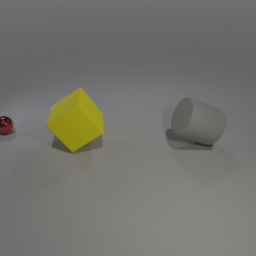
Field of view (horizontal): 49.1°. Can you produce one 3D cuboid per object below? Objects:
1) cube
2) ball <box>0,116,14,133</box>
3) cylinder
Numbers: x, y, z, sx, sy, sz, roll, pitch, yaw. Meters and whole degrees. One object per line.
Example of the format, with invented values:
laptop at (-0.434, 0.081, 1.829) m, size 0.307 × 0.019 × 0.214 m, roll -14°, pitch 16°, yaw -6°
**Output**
cube at (-1.845, -0.302, 10.029) m, size 1.400 × 1.400 × 1.400 m, roll -31°, pitch 30°, yaw 13°
ball at (-4.944, -0.131, 11.189) m, size 0.700 × 0.700 × 0.700 m, roll 0°, pitch 29°, yaw 0°
cylinder at (2.495, -0.235, 10.017) m, size 1.400 × 1.400 × 1.400 m, roll 17°, pitch 24°, yaw -19°
